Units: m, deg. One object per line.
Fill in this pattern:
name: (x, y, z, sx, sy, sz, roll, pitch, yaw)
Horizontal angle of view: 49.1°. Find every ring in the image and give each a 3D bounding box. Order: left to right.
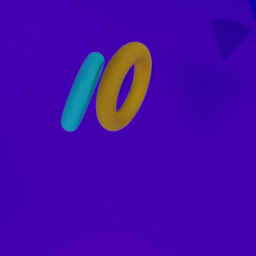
ring: (-0.567, -0.453, 3.547, 0.210, 1.052, 1.052, 23, 76, -7)
ring: (-0.027, -0.503, 3.535, 0.230, 1.150, 1.150, 23, 76, 19)

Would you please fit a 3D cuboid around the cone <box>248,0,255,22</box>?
cone: (2.380, -1.644, 4.502, 1.075, 1.075, 1.079, 16, 80, 4)
